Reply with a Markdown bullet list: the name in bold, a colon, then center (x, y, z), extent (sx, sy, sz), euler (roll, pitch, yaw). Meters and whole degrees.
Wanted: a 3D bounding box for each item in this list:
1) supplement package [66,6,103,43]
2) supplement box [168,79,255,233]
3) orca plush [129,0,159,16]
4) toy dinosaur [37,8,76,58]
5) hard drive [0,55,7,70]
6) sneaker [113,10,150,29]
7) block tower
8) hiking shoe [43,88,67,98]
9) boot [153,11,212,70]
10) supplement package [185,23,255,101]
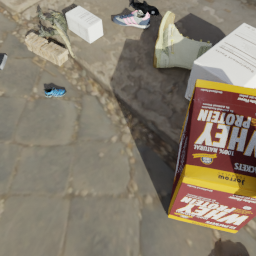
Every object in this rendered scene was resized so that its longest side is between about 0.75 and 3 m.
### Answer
- **supplement package**: center (-1.791, -4.287, 11.612), extent (1.392, 0.792, 0.762), euler (39, 65, 22)
- **supplement box**: center (2.219, 0.769, 7.014), extent (1.795, 2.667, 2.704), euler (11, 56, 7)
- **orca plush**: center (0.749, -5.573, 12.646), extent (0.795, 0.537, 1.510), euler (-36, 63, -22)
- **toy dinosaur**: center (-2.972, -4.063, 11.352), extent (1.311, 0.706, 2.974), euler (6, 49, -37)
- **hard drive**: center (-5.001, -2.554, 10.808), extent (0.512, 0.161, 0.759), euler (1, 56, 1)
- **sneaker**: center (0.150, -4.744, 11.975), extent (1.641, 0.673, 0.576), euler (9, 50, 8)
- **block tower**: center (-3.186, -3.072, 10.953), extent (1.897, 0.548, 0.512), euler (29, 61, 20)
- **hiking shoe**: center (-2.547, -1.260, 9.818), extent (0.765, 0.332, 0.285), euler (-10, 56, -7)
- **boot**: center (2.171, -3.326, 10.842), extent (2.101, 0.979, 2.717), euler (10, 62, 8)
- **supplement package**: center (3.540, -1.859, 9.375), extent (2.837, 1.720, 1.699), euler (-39, 64, -23)
